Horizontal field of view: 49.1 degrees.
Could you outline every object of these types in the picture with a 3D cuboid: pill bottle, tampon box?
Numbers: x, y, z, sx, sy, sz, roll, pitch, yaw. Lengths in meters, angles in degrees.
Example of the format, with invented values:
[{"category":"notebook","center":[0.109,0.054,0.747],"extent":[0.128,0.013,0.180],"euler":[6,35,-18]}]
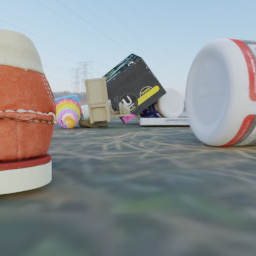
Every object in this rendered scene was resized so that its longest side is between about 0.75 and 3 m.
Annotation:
[{"category":"pill bottle","center":[1.227,-0.913,12.411],"extent":[1.340,1.340,2.315],"euler":[-2,-5,-33]},{"category":"pill bottle","center":[2.264,-0.480,4.093],"extent":[2.525,1.463,1.463],"euler":[0,3,-13]},{"category":"tampon box","center":[0.052,-1.736,11.645],"extent":[2.048,1.725,2.733],"euler":[-37,18,6]}]

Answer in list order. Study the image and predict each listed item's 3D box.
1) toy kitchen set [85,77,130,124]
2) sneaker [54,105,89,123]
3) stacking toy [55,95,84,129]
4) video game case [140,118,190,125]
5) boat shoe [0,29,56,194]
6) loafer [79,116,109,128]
[{"category":"toy kitchen set","center":[-0.578,-0.985,8.633],"extent":[1.189,1.315,1.457],"euler":[-6,19,0]},{"category":"sneaker","center":[-2.563,-0.599,13.212],"extent":[2.363,0.871,1.366],"euler":[-9,3,9]},{"category":"stacking toy","center":[-1.811,-0.323,8.521],"extent":[0.951,1.005,1.732],"euler":[-16,21,-10]},{"category":"video game case","center":[1.949,-0.233,10.263],"extent":[2.999,0.270,2.147],"euler":[0,2,1]},{"category":"boat shoe","center":[-1.530,-0.104,2.484],"extent":[1.010,0.888,2.837],"euler":[-5,4,-43]},{"category":"loafer","center":[-1.150,-0.271,9.406],"extent":[0.543,0.482,1.428],"euler":[1,3,25]}]
